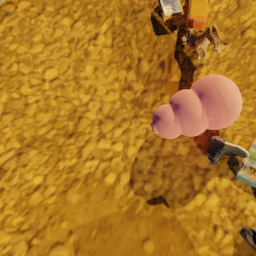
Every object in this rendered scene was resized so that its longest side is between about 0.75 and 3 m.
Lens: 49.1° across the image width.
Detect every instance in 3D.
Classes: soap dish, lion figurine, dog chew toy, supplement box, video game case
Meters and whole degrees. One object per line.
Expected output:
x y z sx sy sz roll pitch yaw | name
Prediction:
1.509 -4.355 10.091 0.757 0.391 0.963 -11 69 -4 | soap dish
2.474 -2.851 8.921 0.675 1.862 1.140 -6 89 -25 | lion figurine
1.885 -0.485 8.068 2.577 1.604 1.604 -23 71 -1 | dog chew toy
2.480 -4.348 9.979 0.612 0.632 1.838 10 71 3 | supplement box
4.061 1.031 8.206 1.193 0.148 1.666 32 72 10 | video game case

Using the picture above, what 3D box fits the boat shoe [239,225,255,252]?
3.530 3.126 7.281 1.414 0.403 0.473 42 75 14 | boat shoe

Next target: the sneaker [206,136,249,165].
2.827 0.798 8.097 1.134 0.431 0.820 24 60 19 | sneaker

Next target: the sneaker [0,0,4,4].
-4.878 -4.648 9.922 1.985 0.857 0.770 -33 77 -31 | sneaker
